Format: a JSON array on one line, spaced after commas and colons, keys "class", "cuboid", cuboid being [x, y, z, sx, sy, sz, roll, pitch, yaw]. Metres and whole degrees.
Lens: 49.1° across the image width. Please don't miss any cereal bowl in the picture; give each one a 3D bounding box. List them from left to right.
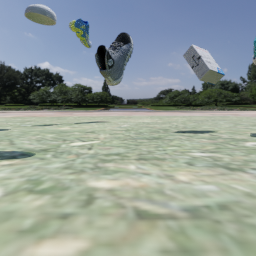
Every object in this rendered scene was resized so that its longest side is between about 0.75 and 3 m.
[{"class": "cereal bowl", "cuboid": [-2.841, -3.761, 9.197, 1.024, 0.427, 1.024, 10, 0, 0]}]

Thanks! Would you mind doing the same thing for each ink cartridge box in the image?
[{"class": "ink cartridge box", "cuboid": [2.138, -1.788, 7.928, 0.763, 1.045, 0.440, 6, -42, -39]}]

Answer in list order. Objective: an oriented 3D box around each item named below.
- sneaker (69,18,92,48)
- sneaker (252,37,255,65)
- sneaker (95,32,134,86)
[{"class": "sneaker", "cuboid": [-1.750, -3.900, 11.469, 0.732, 0.528, 1.394, -32, -38, 13]}, {"class": "sneaker", "cuboid": [3.905, -2.612, 7.401, 0.848, 2.189, 0.872, 10, -34, 42]}, {"class": "sneaker", "cuboid": [-0.670, -3.533, 12.794, 1.091, 2.908, 1.679, -1, -23, 30]}]
